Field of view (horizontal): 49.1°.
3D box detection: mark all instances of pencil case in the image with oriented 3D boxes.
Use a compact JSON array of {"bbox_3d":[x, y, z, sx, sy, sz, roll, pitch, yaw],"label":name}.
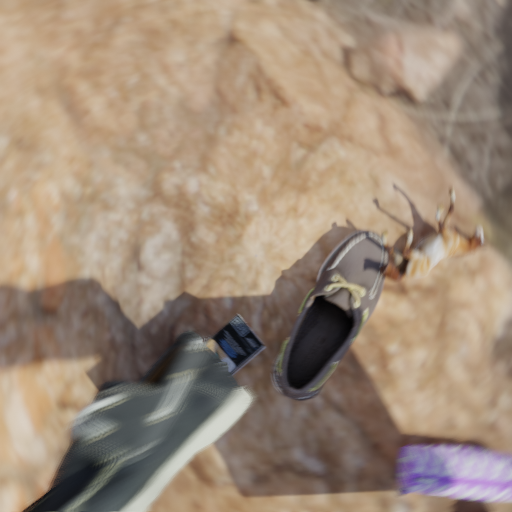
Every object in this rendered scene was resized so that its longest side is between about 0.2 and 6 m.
[{"bbox_3d":[2.746,2.972,7.665,1.602,0.685,0.672,2,83,-1],"label":"pencil case"}]

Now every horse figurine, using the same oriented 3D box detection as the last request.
[{"bbox_3d":[2.510,-0.143,8.246,1.832,1.214,0.457,-34,39,-7],"label":"horse figurine"}]

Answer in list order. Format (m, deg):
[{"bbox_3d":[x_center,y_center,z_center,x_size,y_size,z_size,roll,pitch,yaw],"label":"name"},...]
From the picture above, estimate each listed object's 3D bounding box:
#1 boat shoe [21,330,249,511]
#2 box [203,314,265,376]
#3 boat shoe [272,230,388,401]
[{"bbox_3d":[-1.276,1.698,5.045,1.128,3.141,1.062,-27,93,34],"label":"boat shoe"},{"bbox_3d":[-0.805,1.667,7.734,1.926,1.123,0.579,-39,83,-9],"label":"box"},{"bbox_3d":[1.138,0.790,8.049,1.007,0.834,2.802,32,80,6],"label":"boat shoe"}]
